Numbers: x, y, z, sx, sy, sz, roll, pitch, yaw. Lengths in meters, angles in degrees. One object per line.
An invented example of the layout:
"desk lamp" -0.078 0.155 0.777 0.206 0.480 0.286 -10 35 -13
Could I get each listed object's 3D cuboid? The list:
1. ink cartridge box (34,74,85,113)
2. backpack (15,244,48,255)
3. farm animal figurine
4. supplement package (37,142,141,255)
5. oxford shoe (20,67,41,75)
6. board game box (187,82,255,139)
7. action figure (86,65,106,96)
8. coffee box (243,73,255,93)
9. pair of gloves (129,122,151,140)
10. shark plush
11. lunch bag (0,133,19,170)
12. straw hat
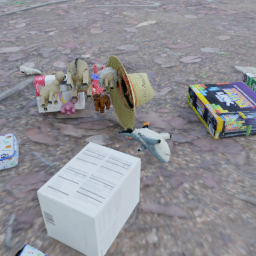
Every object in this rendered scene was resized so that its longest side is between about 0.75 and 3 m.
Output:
"ink cartridge box" -2.760 -1.444 11.472 1.875 1.384 0.803 -5 22 -6
"backpack" -1.930 2.981 5.234 0.924 1.151 1.258 25 34 -2
"farm animal figurine" -1.882 -1.598 10.333 2.683 2.653 1.399 3 65 -14
"supplement package" -0.813 1.661 6.772 1.523 1.534 2.021 16 37 23
"oxford shoe" -5.153 -2.958 14.808 1.170 0.440 0.338 11 76 3
"board game box" 4.023 -0.819 11.119 2.464 0.845 2.981 -6 34 -7
"action figure" -1.524 -2.604 13.335 0.972 1.474 2.979 1 36 3
"coffee box" 5.642 -1.808 12.568 0.316 0.884 1.438 -6 36 -11
"pair of gloves" 0.414 0.101 10.242 0.867 0.107 0.772 -12 37 10
"shark plush" 0.451 0.442 8.602 1.844 0.768 0.838 17 21 18
"lunch bag" -4.156 0.792 8.995 1.163 0.548 1.452 -11 34 -14
"straw hat" 0.249 -1.338 10.009 1.224 2.892 2.892 -18 37 -16
